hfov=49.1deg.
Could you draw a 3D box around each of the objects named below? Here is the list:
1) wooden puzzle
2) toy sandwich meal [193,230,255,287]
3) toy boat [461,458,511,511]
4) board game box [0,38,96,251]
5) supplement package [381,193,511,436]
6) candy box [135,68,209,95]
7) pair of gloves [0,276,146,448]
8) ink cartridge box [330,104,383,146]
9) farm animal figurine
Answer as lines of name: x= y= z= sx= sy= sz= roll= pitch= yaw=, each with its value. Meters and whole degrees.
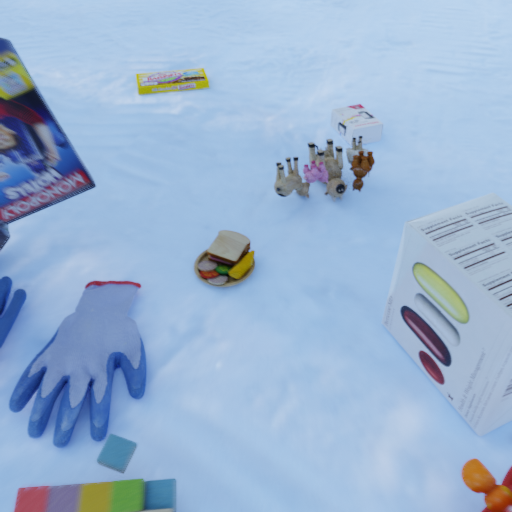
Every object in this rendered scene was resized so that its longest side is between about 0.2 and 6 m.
wooden puzzle: x=-1.577 y=2.987 z=5.254 sx=1.603 sy=0.190 sz=2.703 roll=-4 pitch=51 yaw=-2
toy sandwich meal: x=-0.485 y=0.046 z=8.829 sx=1.083 sy=0.371 sz=1.083 roll=-2 pitch=42 yaw=2
toy boat: x=2.442 y=2.432 z=5.650 sx=1.307 sy=0.853 sz=0.855 roll=-28 pitch=69 yaw=-29
board game box: x=-4.095 y=-1.151 z=7.860 sx=3.124 sy=3.123 sz=0.964 roll=-24 pitch=53 yaw=-5
supplement package: x=2.853 y=0.665 z=6.948 sx=1.483 sy=1.929 sz=2.017 roll=-17 pitch=44 yaw=-19
candy box: x=-2.117 y=-4.403 z=14.084 sx=1.770 sy=0.234 sz=0.904 roll=-9 pitch=39 yaw=-10
pair of gloves: x=-3.114 y=1.244 z=7.453 sx=3.416 sy=0.389 sz=2.746 roll=2 pitch=39 yaw=-2
ink cartridge box: x=2.169 y=-2.847 z=12.142 sx=0.751 sy=0.436 sz=1.018 roll=-14 pitch=41 yaw=-16
farm animal figurine: x=1.247 y=-1.484 z=10.302 sx=1.795 sy=0.936 sz=1.775 roll=-3 pitch=28 yaw=7
